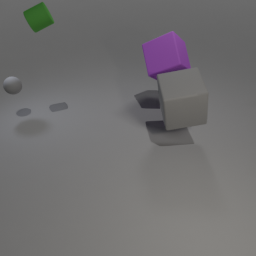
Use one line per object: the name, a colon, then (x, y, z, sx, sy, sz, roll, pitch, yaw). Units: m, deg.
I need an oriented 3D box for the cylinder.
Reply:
cylinder: (-2.825, -3.511, 8.896, 0.700, 0.700, 0.700, -27, 35, 2)

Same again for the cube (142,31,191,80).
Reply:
cube: (1.598, -2.836, 11.442, 1.400, 1.400, 1.400, -16, -10, 29)

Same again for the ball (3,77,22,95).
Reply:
ball: (-4.544, -1.670, 11.045, 0.700, 0.700, 0.700, 0, 32, 0)

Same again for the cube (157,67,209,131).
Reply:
cube: (1.804, -0.966, 9.393, 1.400, 1.400, 1.400, -10, 46, 4)
